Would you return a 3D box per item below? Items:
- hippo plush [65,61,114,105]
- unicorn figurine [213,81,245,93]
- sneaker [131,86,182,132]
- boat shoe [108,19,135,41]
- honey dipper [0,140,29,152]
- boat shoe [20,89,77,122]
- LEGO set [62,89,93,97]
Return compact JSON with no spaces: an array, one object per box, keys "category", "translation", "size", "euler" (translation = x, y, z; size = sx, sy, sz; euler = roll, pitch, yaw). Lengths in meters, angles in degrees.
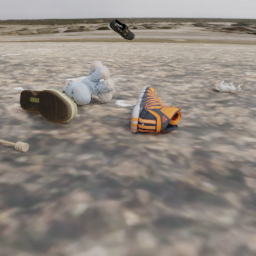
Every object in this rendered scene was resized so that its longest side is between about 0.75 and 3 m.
[{"category":"hippo plush","translation":[-1.583,-1.650,10.438],"size":[1.502,1.488,1.869],"euler":[-23,41,-33]},{"category":"unicorn figurine","translation":[4.409,-1.762,12.226],"size":[1.300,0.480,0.893],"euler":[-7,28,23]},{"category":"sneaker","translation":[0.948,-0.507,8.645],"size":[1.384,0.958,2.471],"euler":[7,33,8]},{"category":"boat shoe","translation":[-0.132,-2.906,8.335],"size":[0.943,0.345,0.296],"euler":[20,-32,-39]},{"category":"honey dipper","translation":[-3.022,0.398,7.147],"size":[1.170,0.222,0.222],"euler":[10,24,27]},{"category":"boat shoe","translation":[-2.470,-0.842,9.339],"size":[2.758,0.988,1.050],"euler":[20,15,38]},{"category":"LEGO set","translation":[-2.449,-1.426,11.117],"size":[2.062,0.584,1.339],"euler":[-14,26,-30]}]
